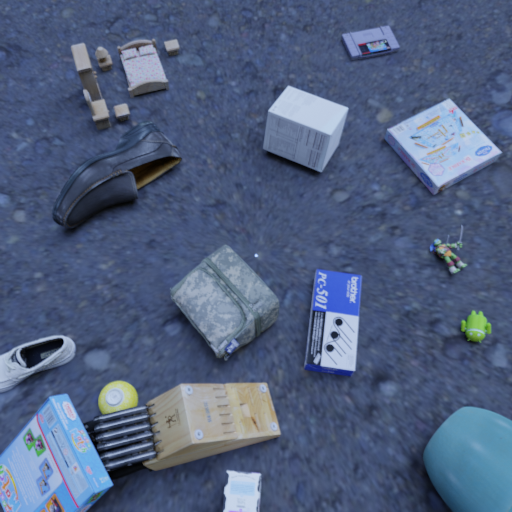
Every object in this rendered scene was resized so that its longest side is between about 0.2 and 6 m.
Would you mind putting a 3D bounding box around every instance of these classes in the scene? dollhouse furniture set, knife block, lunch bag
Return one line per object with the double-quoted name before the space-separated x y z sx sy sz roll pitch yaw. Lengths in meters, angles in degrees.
"dollhouse furniture set" -2.941 -4.508 13.503 2.567 1.253 2.189 -17 65 -8
"knife block" -1.485 3.165 9.924 3.068 2.693 0.982 12 53 -46
"lunch bag" -0.607 0.928 10.762 1.504 1.249 1.793 -37 70 -15

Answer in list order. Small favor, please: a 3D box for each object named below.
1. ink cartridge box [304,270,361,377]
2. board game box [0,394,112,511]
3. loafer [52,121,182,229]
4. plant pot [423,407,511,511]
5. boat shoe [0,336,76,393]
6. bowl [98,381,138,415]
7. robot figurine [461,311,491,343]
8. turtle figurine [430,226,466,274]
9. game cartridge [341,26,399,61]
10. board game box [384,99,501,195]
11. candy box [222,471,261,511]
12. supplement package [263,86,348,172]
"ink cartridge box" 1.519 1.289 11.019 0.935 0.440 1.989 8 63 3
"board game box" -3.426 3.612 9.121 2.239 0.410 1.694 -46 66 22
"loafer" -2.986 -1.644 12.156 1.143 1.150 3.161 38 71 13
"plant pot" 3.728 3.448 9.194 1.930 1.930 1.549 -37 49 -17
"boat shoe" -4.409 2.007 10.546 1.930 0.634 0.694 -17 64 -8
"bowl" -2.587 2.646 10.362 0.735 0.396 0.735 0 63 -1
"robot figurine" 4.321 1.404 11.008 0.548 0.361 0.625 4 62 27
"turtle figurine" 4.064 -0.079 11.580 0.806 0.580 0.782 -35 83 28
"game cartridge" 2.984 -5.555 14.615 1.321 0.254 0.856 -13 60 -7
"board game box" 4.303 -2.561 12.995 1.876 0.386 1.871 -27 66 -13
"candy box" -0.258 4.357 8.962 0.570 1.337 1.594 4 64 2
"supplement package" 1.097 -2.859 12.633 1.482 1.117 1.125 24 53 12
